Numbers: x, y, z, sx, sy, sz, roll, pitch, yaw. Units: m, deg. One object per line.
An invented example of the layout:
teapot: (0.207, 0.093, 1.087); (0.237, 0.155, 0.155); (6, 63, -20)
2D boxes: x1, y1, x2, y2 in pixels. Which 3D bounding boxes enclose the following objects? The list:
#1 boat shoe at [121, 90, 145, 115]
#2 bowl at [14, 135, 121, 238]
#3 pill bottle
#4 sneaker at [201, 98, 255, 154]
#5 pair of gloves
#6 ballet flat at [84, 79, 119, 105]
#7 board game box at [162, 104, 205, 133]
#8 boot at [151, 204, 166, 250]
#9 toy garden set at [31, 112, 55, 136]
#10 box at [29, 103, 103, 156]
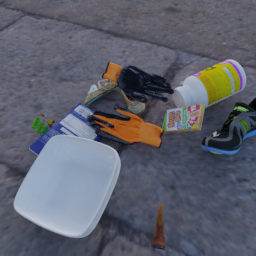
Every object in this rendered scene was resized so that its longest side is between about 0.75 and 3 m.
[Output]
boat shoe: (0.111, -1.221, 8.774); (0.659, 0.597, 1.849); (-22, 45, 3)
bowl: (-1.206, 1.262, 6.172); (2.039, 0.761, 2.036); (12, 64, 28)
pill bottle: (2.428, -1.232, 8.525); (2.072, 1.080, 1.080); (-25, 52, -12)
sneaker: (2.851, -0.107, 7.462); (2.579, 1.069, 0.914); (-28, 28, -27)
pair of gloves: (0.108, -0.665, 7.893); (2.147, 0.298, 2.409); (16, 69, 0)
ballet flat: (-0.915, -1.231, 8.971); (1.445, 0.509, 0.472); (-36, 100, -34)
board game box: (1.417, -0.224, 7.569); (0.211, 1.409, 0.673); (24, 72, -30)
boot: (0.655, 1.923, 5.506); (0.279, 0.767, 0.814); (6, 79, 12)
toy garden set: (-2.343, -0.086, 7.734); (0.150, 0.753, 0.628); (2, 57, 23)
box: (-1.534, 0.260, 7.637); (1.217, 0.326, 2.009); (33, 57, 17)
